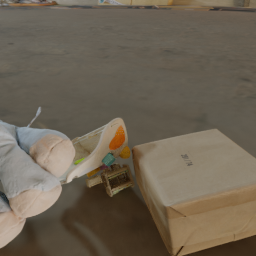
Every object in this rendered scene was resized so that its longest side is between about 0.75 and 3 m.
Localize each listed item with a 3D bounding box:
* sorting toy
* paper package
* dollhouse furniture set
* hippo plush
[{"bbox_3d":[-0.866,0.644,5.531,1.606,0.858,1.446,-23,9,47],"label":"sorting toy"},{"bbox_3d":[1.200,0.936,4.851,1.855,1.007,1.947,-12,24,-8],"label":"paper package"},{"bbox_3d":[-0.432,1.098,5.675,0.869,0.483,0.769,-18,3,-22],"label":"dollhouse furniture set"},{"bbox_3d":[-2.323,0.123,4.225,2.322,2.344,2.915,-13,50,18],"label":"hippo plush"}]
